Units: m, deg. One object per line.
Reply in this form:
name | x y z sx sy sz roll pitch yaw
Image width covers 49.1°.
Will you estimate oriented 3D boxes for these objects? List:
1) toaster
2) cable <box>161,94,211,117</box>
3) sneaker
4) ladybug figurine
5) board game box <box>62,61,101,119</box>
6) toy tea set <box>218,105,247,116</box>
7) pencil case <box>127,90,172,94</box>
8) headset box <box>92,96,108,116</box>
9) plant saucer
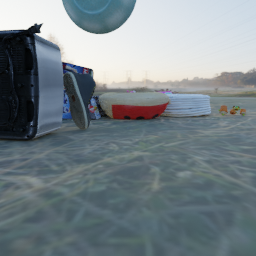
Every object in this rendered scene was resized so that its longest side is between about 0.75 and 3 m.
toaster | -2.804 -1.002 6.558 2.649 2.395 1.572 1 7 12
cable | 2.317 -1.072 12.582 2.719 0.941 2.718 -3 8 -23
sneaker | -1.187 -0.803 7.908 0.611 1.633 0.867 -13 2 44
ladybug figurine | 0.255 -0.877 10.853 2.796 1.006 1.898 0 8 10
board game box | -2.076 -1.231 10.720 2.331 2.332 0.719 15 10 6
toy tea set | 4.586 -0.686 12.349 1.174 0.435 0.698 1 -22 34
pencil case | 1.163 -1.409 14.617 2.526 1.116 1.116 3 8 9
headset box | -1.285 -1.038 12.692 1.648 0.855 2.214 -3 7 -21
plant saucer | -0.860 -3.587 7.258 2.227 2.227 0.429 2 19 16
